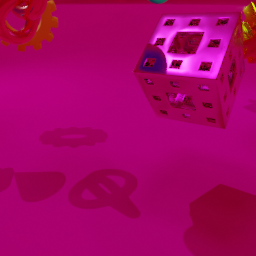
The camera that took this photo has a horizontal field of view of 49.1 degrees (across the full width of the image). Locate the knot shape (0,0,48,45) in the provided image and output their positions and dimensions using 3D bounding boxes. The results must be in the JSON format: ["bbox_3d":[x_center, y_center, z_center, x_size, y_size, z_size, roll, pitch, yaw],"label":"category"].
[{"bbox_3d":[-1.803,-2.137,4.865,0.711,1.439,1.538,28,8,-22],"label":"knot shape"}]

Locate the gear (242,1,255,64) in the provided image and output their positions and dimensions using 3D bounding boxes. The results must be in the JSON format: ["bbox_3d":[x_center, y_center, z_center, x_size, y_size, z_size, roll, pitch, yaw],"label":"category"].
[{"bbox_3d":[2.892,-1.881,4.890,2.096,0.388,2.096,-14,-17,-4],"label":"gear"}]

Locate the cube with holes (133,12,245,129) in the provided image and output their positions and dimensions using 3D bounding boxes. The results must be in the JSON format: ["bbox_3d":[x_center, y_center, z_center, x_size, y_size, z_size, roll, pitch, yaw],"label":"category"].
[{"bbox_3d":[1.002,-0.873,4.285,1.177,1.177,1.177,12,65,31],"label":"cube with holes"}]

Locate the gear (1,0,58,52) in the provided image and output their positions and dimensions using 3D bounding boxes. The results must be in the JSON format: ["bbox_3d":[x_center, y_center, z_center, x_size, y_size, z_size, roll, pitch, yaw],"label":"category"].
[{"bbox_3d":[-2.612,-2.761,6.950,1.673,1.673,0.309,-7,39,-13],"label":"gear"}]

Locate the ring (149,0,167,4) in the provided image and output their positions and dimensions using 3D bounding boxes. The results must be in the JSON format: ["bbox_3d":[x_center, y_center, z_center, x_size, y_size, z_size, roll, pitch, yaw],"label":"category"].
[{"bbox_3d":[0.974,-4.768,9.261,1.237,1.237,0.247,-12,17,-23],"label":"ring"}]
